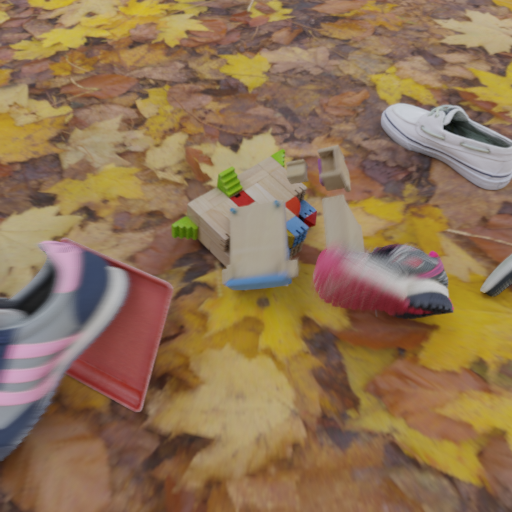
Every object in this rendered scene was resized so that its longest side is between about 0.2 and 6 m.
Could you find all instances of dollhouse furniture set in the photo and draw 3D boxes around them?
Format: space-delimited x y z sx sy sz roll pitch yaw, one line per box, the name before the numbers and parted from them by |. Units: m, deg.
dollhouse furniture set | 0.545 -0.407 9.108 2.126 1.388 2.007 -9 70 18

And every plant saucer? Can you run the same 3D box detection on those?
plant saucer | -2.084 0.922 7.844 1.915 1.911 0.351 21 14 21

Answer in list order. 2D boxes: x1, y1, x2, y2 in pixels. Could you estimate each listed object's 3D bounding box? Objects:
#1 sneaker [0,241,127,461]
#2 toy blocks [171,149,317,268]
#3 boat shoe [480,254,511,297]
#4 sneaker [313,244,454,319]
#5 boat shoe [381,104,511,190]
sneaker | -3.033 1.180 6.986 1.100 1.286 3.135 24 77 46
toy blocks | 0.105 -0.593 9.693 2.574 1.286 1.760 -35 66 -28
boat shoe | 4.439 0.016 8.804 0.599 1.985 0.750 45 17 8
sneaker | 1.798 0.267 8.021 2.673 1.078 0.998 15 67 -42
boat shoe | 4.000 -2.613 11.602 1.173 1.065 3.189 -32 54 -28
